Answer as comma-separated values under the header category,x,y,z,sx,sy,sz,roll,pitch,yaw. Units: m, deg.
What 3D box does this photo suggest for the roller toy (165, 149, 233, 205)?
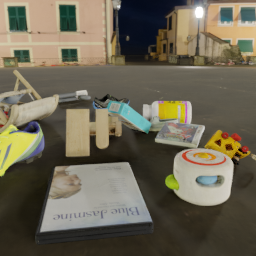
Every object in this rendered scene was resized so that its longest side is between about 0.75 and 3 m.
category,x,y,z,sx,sy,sz,roll,pitch,yaw
roller toy,1.567,0.946,5.887,1.194,0.915,1.309,15,22,41

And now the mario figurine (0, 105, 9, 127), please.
category,x,y,z,sx,sy,sz,roll,pitch,yaw
mario figurine,-5.196,-0.530,11.192,0.774,0.901,1.460,6,7,-28

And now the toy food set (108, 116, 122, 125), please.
category,x,y,z,sx,sy,sz,roll,pitch,yaw
toy food set,-0.991,-0.232,10.913,1.298,0.392,0.931,-12,20,-38

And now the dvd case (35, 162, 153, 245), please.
category,x,y,z,sx,sy,sz,roll,pitch,yaw
dvd case,-0.715,1.344,5.728,1.905,0.234,2.670,-2,16,-9

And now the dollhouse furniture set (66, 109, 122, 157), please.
category,x,y,z,sx,sy,sz,roll,pitch,yaw
dollhouse furniture set,-1.031,0.374,8.989,1.660,1.422,1.745,-1,-19,-5

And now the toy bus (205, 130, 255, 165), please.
category,x,y,z,sx,sy,sz,roll,pitch,yaw
toy bus,2.666,0.630,7.480,0.635,1.159,1.228,-51,32,-10

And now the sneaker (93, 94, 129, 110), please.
category,x,y,z,sx,sy,sz,roll,pitch,yaw
sneaker,-0.805,-1.319,14.002,1.910,0.791,0.677,-7,19,-22

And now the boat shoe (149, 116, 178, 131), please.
category,x,y,z,sx,sy,sz,roll,pitch,yaw
boat shoe,1.117,-0.200,10.526,1.562,0.556,0.545,2,16,8

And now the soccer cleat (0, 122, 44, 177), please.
category,x,y,z,sx,sy,sz,roll,pitch,yaw
soccer cleat,-3.109,0.538,6.892,0.880,1.139,2.723,6,17,21

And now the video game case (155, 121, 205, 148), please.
category,x,y,z,sx,sy,sz,roll,pitch,yaw
video game case,1.750,0.184,9.377,1.378,0.158,1.256,7,32,24

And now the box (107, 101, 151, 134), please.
category,x,y,z,sx,sy,sz,roll,pitch,yaw
box,0.056,-0.350,9.692,0.716,0.428,1.741,14,-13,39

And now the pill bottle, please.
category,x,y,z,sx,sy,sz,roll,pitch,yaw
pill bottle,1.529,-0.590,11.142,1.859,0.969,0.969,1,16,4

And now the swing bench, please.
category,x,y,z,sx,sy,sz,roll,pitch,yaw
swing bench,-4.560,-0.943,11.003,2.498,1.621,2.485,31,24,13

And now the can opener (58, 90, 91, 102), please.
category,x,y,z,sx,sy,sz,roll,pitch,yaw
can opener,-3.140,-1.851,16.345,1.994,0.525,0.663,-12,21,-36
